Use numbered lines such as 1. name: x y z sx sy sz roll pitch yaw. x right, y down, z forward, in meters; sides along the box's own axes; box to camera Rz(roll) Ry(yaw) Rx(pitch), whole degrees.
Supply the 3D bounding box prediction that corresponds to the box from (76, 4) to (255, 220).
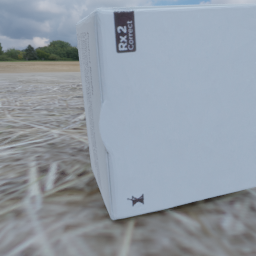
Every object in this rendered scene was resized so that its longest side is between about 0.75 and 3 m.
1. box: 0.685 -0.387 4.164 2.555 2.542 1.670 -8 19 -14
